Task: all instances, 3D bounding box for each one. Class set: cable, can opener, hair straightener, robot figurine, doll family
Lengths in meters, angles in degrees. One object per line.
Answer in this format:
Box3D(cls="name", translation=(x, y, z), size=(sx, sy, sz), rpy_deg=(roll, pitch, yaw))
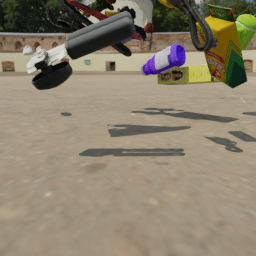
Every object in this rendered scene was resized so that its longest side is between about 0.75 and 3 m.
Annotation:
Box3D(cls="cable", translation=(1.188, -2.328, 5.293), size=(0.460, 1.828, 0.888), rpy_deg=(-21, -20, -43))
Box3D(cls="can opener", translation=(-0.877, -1.429, 5.150), size=(2.195, 0.730, 0.578), rpy_deg=(-22, 42, 13))
Box3D(cls="hair straightener", translation=(-1.116, -2.580, 7.239), size=(2.822, 1.086, 0.577), rpy_deg=(27, 30, -7))
Box3D(cls="robot figurine", translation=(3.851, -3.211, 9.498), size=(0.778, 1.345, 1.180), rpy_deg=(39, 35, 21))
Box3D(cls="doll family", translation=(-0.251, -3.758, 9.877), size=(1.624, 1.103, 2.810), rpy_deg=(-15, -7, 34))

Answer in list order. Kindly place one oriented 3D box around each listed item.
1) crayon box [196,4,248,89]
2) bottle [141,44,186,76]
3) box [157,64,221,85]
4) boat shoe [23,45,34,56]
Box3D(cls="crayon box", translation=(2.114, -1.875, 6.435), size=(0.437, 1.722, 1.093), rpy_deg=(-26, 30, 1))
Box3D(cls="bottle", translation=(1.160, -2.243, 9.643), size=(0.581, 0.743, 1.779), rpy_deg=(8, -14, -37))
Box3D(cls="box", translation=(2.164, -1.817, 9.688), size=(0.881, 0.586, 2.340), rpy_deg=(-7, 8, -42))
Box3D(cls="boat shoe", translation=(-3.476, -2.703, 9.737), size=(0.348, 0.332, 0.968), rpy_deg=(-3, 12, -20))
